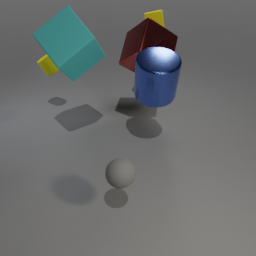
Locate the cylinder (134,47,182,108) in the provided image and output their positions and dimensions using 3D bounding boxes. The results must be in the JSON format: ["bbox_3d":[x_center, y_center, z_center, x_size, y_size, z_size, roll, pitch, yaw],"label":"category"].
[{"bbox_3d":[0.913,-1.616,8.954,1.400,1.400,1.400,1,48,-1],"label":"cylinder"}]

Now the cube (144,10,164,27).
[{"bbox_3d":[1.035,-4.238,11.100,0.700,0.700,0.700,-9,23,7],"label":"cube"}]

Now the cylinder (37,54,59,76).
[{"bbox_3d":[-3.206,-2.598,11.448,0.700,0.700,0.700,-27,28,16],"label":"cylinder"}]

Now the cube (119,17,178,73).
[{"bbox_3d":[0.725,-2.803,10.123,1.400,1.400,1.400,22,-16,-29],"label":"cube"}]

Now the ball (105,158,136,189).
[{"bbox_3d":[-0.176,1.040,6.456,0.700,0.700,0.700,0,31,0],"label":"ball"}]

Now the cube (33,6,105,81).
[{"bbox_3d":[-1.799,-2.588,8.813,1.400,1.400,1.400,-39,78,2],"label":"cube"}]
